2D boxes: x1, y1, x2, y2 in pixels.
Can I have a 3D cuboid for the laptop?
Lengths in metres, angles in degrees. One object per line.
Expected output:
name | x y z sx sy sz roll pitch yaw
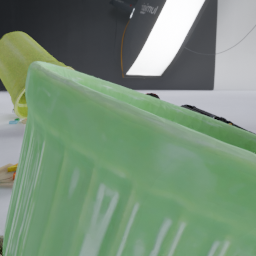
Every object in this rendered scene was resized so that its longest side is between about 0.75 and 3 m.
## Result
laptop | 1.460 0.414 5.770 2.935 1.516 2.601 25 9 -4

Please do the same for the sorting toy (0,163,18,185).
sorting toy | -1.670 0.690 4.039 0.856 0.171 1.159 2 9 13

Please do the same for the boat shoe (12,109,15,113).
boat shoe | -4.235 -0.883 12.268 1.681 0.552 0.605 1 10 7

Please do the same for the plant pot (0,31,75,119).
plant pot | -3.703 -2.106 10.391 2.648 2.434 2.648 -40 -10 -8

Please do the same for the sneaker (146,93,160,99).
sneaker | -0.181 -0.767 11.032 2.971 1.095 1.289 -1 -5 -27

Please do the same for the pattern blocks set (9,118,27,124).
pattern blocks set | -3.135 -0.240 9.691 1.673 0.136 1.470 0 10 2

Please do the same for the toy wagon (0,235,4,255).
toy wagon | -0.660 0.998 1.665 1.403 0.358 1.809 7 11 35

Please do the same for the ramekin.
ramekin | 0.300 0.415 1.698 2.023 0.988 2.023 20 9 -3
